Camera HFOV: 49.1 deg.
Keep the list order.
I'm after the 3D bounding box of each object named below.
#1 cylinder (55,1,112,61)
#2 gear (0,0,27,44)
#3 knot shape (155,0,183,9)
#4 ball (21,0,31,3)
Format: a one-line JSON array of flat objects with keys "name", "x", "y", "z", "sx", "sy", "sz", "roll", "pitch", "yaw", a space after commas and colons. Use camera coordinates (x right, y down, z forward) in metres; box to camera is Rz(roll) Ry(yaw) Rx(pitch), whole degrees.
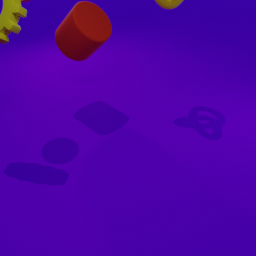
[{"name": "cylinder", "x": -1.355, "y": -2.874, "z": 8.443, "sx": 1.288, "sy": 1.288, "sz": 1.288, "roll": -38, "pitch": 9, "yaw": -40}, {"name": "gear", "x": -3.003, "y": -2.646, "z": 6.161, "sx": 1.575, "sy": 1.575, "sz": 0.291, "roll": 10, "pitch": 4, "yaw": 14}, {"name": "knot shape", "x": 1.415, "y": -4.110, "z": 7.934, "sx": 1.581, "sy": 1.689, "sz": 0.781, "roll": -31, "pitch": 69, "yaw": 7}, {"name": "ball", "x": -2.663, "y": -3.569, "z": 6.789, "sx": 0.993, "sy": 0.993, "sz": 0.993, "roll": 0, "pitch": 36, "yaw": 0}]
